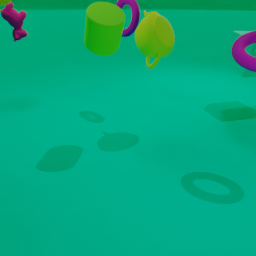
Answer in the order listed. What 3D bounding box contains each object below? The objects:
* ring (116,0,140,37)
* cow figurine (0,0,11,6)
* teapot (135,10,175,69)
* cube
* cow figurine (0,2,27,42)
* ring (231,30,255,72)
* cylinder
[{"bbox_3d":[-0.085,-3.729,9.402,0.259,1.297,1.297,-10,26,-40],"label":"ring"},{"bbox_3d":[-3.415,-2.956,6.132,1.521,0.849,1.546,0,49,6],"label":"cow figurine"},{"bbox_3d":[0.686,-2.584,7.876,0.948,1.935,1.203,-13,-19,43],"label":"teapot"},{"bbox_3d":[4.474,-2.664,10.044,1.286,1.286,1.286,-4,34,-14],"label":"cube"},{"bbox_3d":[-3.523,-3.238,8.650,0.974,0.959,0.535,30,6,-35],"label":"cow figurine"},{"bbox_3d":[2.885,-1.627,5.868,1.358,0.272,1.358,-6,48,7],"label":"ring"},{"bbox_3d":[-0.600,-2.448,6.950,0.925,0.925,0.925,6,57,-9],"label":"cylinder"}]
